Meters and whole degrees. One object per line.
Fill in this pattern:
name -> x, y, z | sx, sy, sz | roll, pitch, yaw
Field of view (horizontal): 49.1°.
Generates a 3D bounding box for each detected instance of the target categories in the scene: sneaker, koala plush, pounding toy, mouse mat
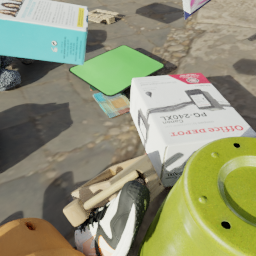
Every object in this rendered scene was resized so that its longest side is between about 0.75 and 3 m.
sneaker -> -0.378, 1.637, 4.396 | 0.966, 2.414, 0.890 | 28, 37, 9
koala plush -> -3.824, -3.010, 9.704 | 2.746, 2.523, 2.435 | -23, 47, -39
pounding toy -> -0.223, 1.315, 5.018 | 1.973, 1.733, 0.902 | -29, 93, -48
mouse mat -> -0.358, -2.047, 9.541 | 2.712, 0.102, 2.183 | -34, 54, -31

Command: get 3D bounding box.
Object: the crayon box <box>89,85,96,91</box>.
crayon box -> -0.553, -1.802, 9.603 | 1.633, 0.415, 1.036 | -7, 44, -7

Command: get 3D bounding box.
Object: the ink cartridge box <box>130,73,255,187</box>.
ink cartridge box -> 1.416, -0.142, 7.037 | 2.139, 1.228, 2.945 | -6, 38, -12

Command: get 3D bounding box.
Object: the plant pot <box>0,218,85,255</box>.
plant pot -> -1.544, 2.316, 4.241 | 1.926, 1.926, 1.348 | -23, 39, -23

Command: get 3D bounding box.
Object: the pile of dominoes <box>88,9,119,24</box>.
pile of dominoes -> -1.426, -5.356, 13.621 | 1.394, 0.285, 1.788 | -35, 45, -31

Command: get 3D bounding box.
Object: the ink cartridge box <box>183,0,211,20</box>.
ink cartridge box -> 2.112, -3.648, 6.849 | 1.736, 1.769, 0.383 | -36, 65, 1

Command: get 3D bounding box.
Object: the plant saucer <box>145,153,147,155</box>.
plant saucer -> 0.998, 0.931, 6.878 | 0.959, 0.176, 0.957 | -11, 44, -12

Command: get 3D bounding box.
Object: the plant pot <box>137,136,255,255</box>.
plant pot -> 1.556, 1.692, 4.182 | 2.879, 2.772, 2.879 | 0, 43, 0

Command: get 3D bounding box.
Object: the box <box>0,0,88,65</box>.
box -> -1.162, -1.002, 2.697 | 1.524, 0.375, 0.627 | 5, 42, -11

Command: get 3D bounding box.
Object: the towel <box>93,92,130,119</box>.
towel -> -0.439, -0.815, 8.765 | 0.945, 0.140, 1.289 | -20, 47, -19
